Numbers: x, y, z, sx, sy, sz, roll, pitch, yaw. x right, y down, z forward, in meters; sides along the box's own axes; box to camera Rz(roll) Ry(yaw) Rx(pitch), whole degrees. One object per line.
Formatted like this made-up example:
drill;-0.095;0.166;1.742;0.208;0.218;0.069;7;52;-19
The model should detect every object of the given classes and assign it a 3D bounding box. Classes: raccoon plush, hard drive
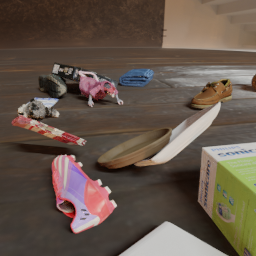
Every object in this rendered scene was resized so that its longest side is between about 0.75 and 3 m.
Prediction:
raccoon plush;-3.130;-0.451;9.564;0.855;0.617;1.275;-21;-40;38
hard drive;0.301;1.882;3.078;2.045;0.259;1.349;-18;27;-41

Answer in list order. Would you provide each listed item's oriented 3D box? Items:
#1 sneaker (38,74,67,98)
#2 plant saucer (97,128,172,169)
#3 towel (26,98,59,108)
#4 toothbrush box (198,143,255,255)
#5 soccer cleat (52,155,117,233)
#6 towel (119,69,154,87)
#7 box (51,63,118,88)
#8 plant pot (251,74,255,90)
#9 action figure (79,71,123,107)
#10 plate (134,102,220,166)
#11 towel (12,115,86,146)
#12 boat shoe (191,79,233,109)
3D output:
sneaker;-3.326;-2.091;13.119;1.093;1.040;2.759;-10;22;-32
plant saucer;0.175;0.454;6.173;1.767;0.260;1.767;-23;6;2
towel;-3.495;-1.004;11.340;1.043;0.169;1.420;2;19;2
toothbrush box;2.414;1.156;3.806;1.916;1.133;2.631;-5;21;-12
soccer cleat;-1.024;1.049;4.910;0.803;0.700;2.100;-30;30;-26
towel;0.536;-2.958;16.055;1.563;0.679;2.799;4;20;13
box;-2.136;-2.463;13.627;2.172;0.590;2.711;13;6;-44
plant pot;6.824;-2.393;13.584;1.433;1.643;1.643;-30;30;-20
action figure;-1.037;-1.639;11.342;1.382;1.536;2.063;-6;6;-33
plate;0.987;0.250;5.787;1.742;0.282;1.746;-39;-1;-14
towel;-1.768;0.107;6.193;1.489;0.169;1.073;24;-14;-25
boat shoe;3.405;-1.457;11.438;0.995;0.940;2.766;15;25;36
